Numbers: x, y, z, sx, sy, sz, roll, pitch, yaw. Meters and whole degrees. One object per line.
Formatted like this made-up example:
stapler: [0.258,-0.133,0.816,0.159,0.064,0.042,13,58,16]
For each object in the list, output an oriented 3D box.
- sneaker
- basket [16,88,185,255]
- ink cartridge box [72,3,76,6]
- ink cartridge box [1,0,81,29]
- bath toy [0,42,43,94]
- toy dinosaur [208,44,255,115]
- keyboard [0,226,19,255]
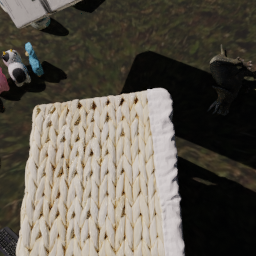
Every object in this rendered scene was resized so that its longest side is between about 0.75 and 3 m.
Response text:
sneaker: [-3.215,-3.823,8.552,1.903,0.822,0.739,29,70,12]
basket: [-0.343,1.201,5.270,2.372,2.922,2.949,-2,67,2]
ink cartridge box: [-1.731,-5.558,9.462,2.174,0.676,2.701,39,67,15]
ink cartridge box: [-1.055,-3.166,5.457,2.860,1.206,2.088,2,39,45]
bath toy: [-3.506,-1.474,7.542,2.274,0.841,0.989,-30,70,-11]
toy dinosaur: [2.691,-1.520,7.551,1.161,0.874,2.271,-2,69,-8]
keyboard: [-2.572,2.781,6.098,1.156,0.119,0.735,37,71,15]
